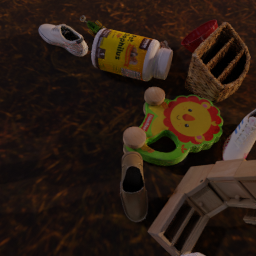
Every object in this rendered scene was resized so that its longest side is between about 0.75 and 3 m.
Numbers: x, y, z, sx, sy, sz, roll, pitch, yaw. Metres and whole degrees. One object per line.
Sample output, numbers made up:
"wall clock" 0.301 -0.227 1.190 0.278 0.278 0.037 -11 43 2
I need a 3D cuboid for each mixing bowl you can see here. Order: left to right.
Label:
"mixing bowl" 3.056 -3.541 11.366 1.586 0.859 1.586 -33 22 16

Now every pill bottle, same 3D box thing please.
"pill bottle" 0.175 -2.690 10.532 2.827 1.544 1.544 16 57 11

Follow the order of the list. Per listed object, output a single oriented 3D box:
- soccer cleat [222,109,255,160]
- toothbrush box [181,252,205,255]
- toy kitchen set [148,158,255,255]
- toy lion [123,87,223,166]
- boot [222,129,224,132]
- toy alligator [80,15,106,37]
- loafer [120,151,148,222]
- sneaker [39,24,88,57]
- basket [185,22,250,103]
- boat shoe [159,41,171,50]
"soccer cleat" 3.714 0.188 8.913 0.784 0.969 2.244 31 61 20
"toothbrush box" 2.055 3.890 6.089 2.091 0.892 1.531 26 58 -2
"toy kitchen set" 2.461 2.356 6.708 2.138 2.620 2.364 47 63 -10
"toy lion" 1.566 -0.007 9.039 2.759 0.988 2.879 20 58 13
"boot" 3.008 -0.111 9.605 0.640 0.278 0.769 39 62 10
"toy alligator" -1.441 -4.406 12.385 0.628 0.455 1.895 -46 63 9
"loafer" 0.120 1.661 7.442 0.770 2.025 0.683 -7 13 7
"sneaker" -2.752 -3.961 11.801 2.576 0.912 0.941 28 60 18
"basket" 3.443 -2.291 10.130 1.709 1.784 2.394 35 61 22
"boat shoe" 1.527 -3.164 11.585 0.415 0.438 1.156 -11 47 -4
